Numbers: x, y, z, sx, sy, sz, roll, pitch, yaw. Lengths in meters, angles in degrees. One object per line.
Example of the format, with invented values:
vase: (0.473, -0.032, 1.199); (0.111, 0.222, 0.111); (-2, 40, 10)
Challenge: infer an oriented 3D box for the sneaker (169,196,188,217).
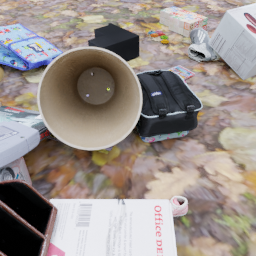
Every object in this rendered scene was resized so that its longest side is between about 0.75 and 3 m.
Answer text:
sneaker: (0.804, 1.631, 5.674); (0.907, 0.474, 0.341); (-12, 43, -13)

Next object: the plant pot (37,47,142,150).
plant pot: (-0.843, -0.894, 7.017); (2.211, 2.211, 2.361); (-2, 16, -2)

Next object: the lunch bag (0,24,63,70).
lunch bag: (-3.884, -2.879, 10.646); (2.493, 1.173, 1.877); (27, 33, 12)

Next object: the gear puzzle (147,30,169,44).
gear puzzle: (1.441, -4.212, 12.874); (0.785, 0.199, 1.516); (-11, 41, -13)

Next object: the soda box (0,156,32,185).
soda box: (-3.640, 1.242, 5.769); (2.956, 0.940, 1.011); (-1, 40, 0)

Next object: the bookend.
bookend: (-0.891, -3.316, 11.251); (1.972, 0.908, 1.960); (-28, 46, -29)

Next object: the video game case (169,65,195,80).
video game case: (1.752, -1.941, 10.233); (1.145, 0.100, 0.818); (-25, 46, -27)

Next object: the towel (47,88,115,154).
towel: (-0.960, -0.423, 8.259); (2.043, 0.324, 2.844); (11, 40, 13)

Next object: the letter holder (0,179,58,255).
letter holder: (-2.620, 1.541, 4.144); (2.406, 1.710, 1.210); (-20, 37, 17)

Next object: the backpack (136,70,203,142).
backpack: (0.866, -0.659, 7.580); (1.757, 1.490, 1.979); (-10, 51, -12)

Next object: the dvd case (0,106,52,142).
dvd case: (-3.119, 0.191, 6.342); (2.167, 0.327, 2.968); (9, 27, 20)

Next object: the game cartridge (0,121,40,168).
game cartridge: (-2.618, 0.383, 5.131); (1.210, 0.372, 1.818); (13, 28, 35)

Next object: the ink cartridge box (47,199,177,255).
ink cartridge box: (-0.335, 2.093, 4.736); (2.195, 0.926, 1.589); (0, 40, 2)

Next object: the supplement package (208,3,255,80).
supplement package: (4.516, -3.195, 10.188); (1.953, 1.502, 2.042); (-24, 67, -26)

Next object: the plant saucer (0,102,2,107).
plant saucer: (-4.580, -0.585, 8.539); (1.395, 0.205, 1.395); (0, 39, 0)

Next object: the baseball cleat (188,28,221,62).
baseball cleat: (2.873, -3.476, 11.521); (1.241, 0.813, 2.332); (-11, 40, -14)

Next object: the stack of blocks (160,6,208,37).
stack of blocks: (2.575, -5.251, 13.753); (1.298, 0.660, 2.253); (-27, 47, -29)

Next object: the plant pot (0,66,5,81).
plant pot: (-5.823, -1.903, 9.995); (2.608, 0.358, 2.608); (0, 39, 0)
